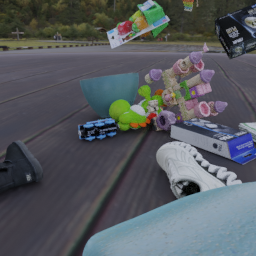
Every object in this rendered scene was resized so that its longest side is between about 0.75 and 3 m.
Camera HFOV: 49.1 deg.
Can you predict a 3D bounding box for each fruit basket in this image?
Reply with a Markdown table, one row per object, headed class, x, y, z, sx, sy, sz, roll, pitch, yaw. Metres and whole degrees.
| class | x | y | z | sx | sy | sz | roll | pitch | yaw |
| --- | --- | --- | --- | --- | --- | --- | --- | --- | --- |
| fruit basket | 0.265 | -4.040 | 10.927 | 2.338 | 1.096 | 2.165 | -20 | 35 | 5 |

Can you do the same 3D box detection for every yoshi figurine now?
| class | x | y | z | sx | sy | sz | roll | pitch | yaw |
| --- | --- | --- | --- | --- | --- | --- | --- | --- | --- |
| yoshi figurine | 0.324 | -0.734 | 10.227 | 1.465 | 1.471 | 2.617 | -5 | 14 | 41 |

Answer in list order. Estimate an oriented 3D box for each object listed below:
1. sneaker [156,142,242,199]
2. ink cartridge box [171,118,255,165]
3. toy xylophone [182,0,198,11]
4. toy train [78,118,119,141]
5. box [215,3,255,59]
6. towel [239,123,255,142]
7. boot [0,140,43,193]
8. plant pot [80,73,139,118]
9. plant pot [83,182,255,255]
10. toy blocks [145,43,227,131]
| class | x | y | z | sx | sy | sz | roll | pitch | yaw |
| --- | --- | --- | --- | --- | --- | --- | --- | --- | --- |
| sneaker | 1.219 | 0.984 | 5.928 | 0.972 | 0.901 | 2.399 | -18 | 24 | -23 |
| ink cartridge box | 2.636 | 0.291 | 8.396 | 1.276 | 0.503 | 2.566 | -14 | 25 | -37 |
| toy xylophone | 2.320 | -4.706 | 10.449 | 0.556 | 0.191 | 0.760 | 15 | -18 | 28 |
| toy train | -0.981 | 0.033 | 9.064 | 1.356 | 0.588 | 0.774 | -11 | 13 | -24 |
| box | 3.771 | -3.123 | 8.974 | 1.568 | 1.284 | 0.675 | -19 | -27 | 7 |
| towel | 5.120 | 0.287 | 8.726 | 2.660 | 0.408 | 1.984 | -2 | 21 | -12 |
| boot | -3.213 | 0.999 | 6.179 | 2.111 | 0.693 | 1.740 | -19 | 25 | -34 |
| plant pot | -0.628 | -1.239 | 10.921 | 2.282 | 1.537 | 2.282 | -8 | 8 | 1 |
| plant pot | 0.802 | 1.635 | 2.082 | 2.273 | 2.279 | 2.322 | -12 | 10 | -32 |
| toy blocks | 2.113 | -1.354 | 9.552 | 2.495 | 2.332 | 2.101 | -12 | -7 | -34 |
